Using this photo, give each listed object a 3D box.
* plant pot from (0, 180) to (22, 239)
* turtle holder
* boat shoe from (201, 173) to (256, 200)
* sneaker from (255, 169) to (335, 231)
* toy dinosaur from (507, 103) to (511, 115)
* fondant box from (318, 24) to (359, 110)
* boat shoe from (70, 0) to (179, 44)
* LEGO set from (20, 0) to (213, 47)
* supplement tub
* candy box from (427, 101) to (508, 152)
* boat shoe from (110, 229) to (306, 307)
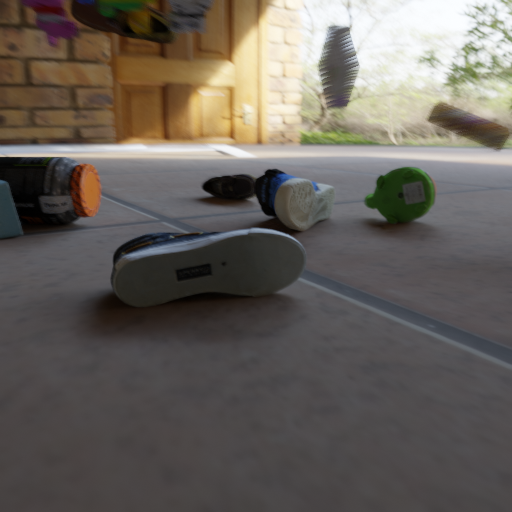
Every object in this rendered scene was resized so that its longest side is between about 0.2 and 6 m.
[{"bbox_3d":[-5.218,-0.803,10.538,1.064,1.045,1.042,-22,25,-34],"label":"plant pot"},{"bbox_3d":[3.201,-1.262,12.313,1.594,1.211,1.132,-45,-15,34],"label":"turtle holder"},{"bbox_3d":[-0.738,-1.884,15.491,0.669,0.742,2.063,-20,21,-37],"label":"boat shoe"},{"bbox_3d":[0.528,-1.225,11.831,1.578,1.089,2.837,12,14,22],"label":"sneaker"},{"bbox_3d":[4.948,-3.068,9.974,0.939,1.788,1.623,-4,-26,17],"label":"toy dinosaur"},{"bbox_3d":[1.335,-3.120,9.243,0.339,0.841,1.165,3,53,-8],"label":"fondant box"},{"bbox_3d":[-2.371,-4.293,9.985,1.998,0.719,0.679,9,20,-4],"label":"boat shoe"},{"bbox_3d":[-2.200,-4.035,9.206,2.863,1.175,1.092,-4,58,-10],"label":"LEGO set"},{"bbox_3d":[-4.622,-1.390,11.898,2.337,1.432,1.432,1,14,6],"label":"supplement tub"},{"bbox_3d":[4.230,-2.615,11.201,1.489,0.420,0.869,25,26,12],"label":"candy box"},{"bbox_3d":[-0.658,0.004,7.350,2.481,0.878,1.126,-6,19,-15],"label":"boat shoe"}]
